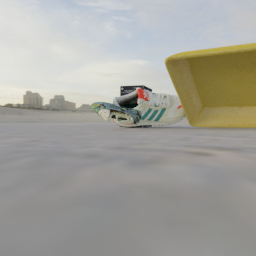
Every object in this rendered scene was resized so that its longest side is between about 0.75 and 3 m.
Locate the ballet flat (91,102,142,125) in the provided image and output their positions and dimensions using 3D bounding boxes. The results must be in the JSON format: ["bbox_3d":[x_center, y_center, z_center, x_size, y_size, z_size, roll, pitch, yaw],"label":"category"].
[{"bbox_3d":[-0.279,-0.297,6.088,1.154,0.428,0.428,9,2,5],"label":"ballet flat"}]

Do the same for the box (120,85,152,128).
[{"bbox_3d":[0.293,-0.702,9.548,0.848,1.365,1.376,0,1,18],"label":"box"}]

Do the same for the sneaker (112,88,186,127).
[{"bbox_3d":[0.682,-0.663,8.087,2.401,0.845,1.122,-6,-29,4],"label":"sneaker"}]

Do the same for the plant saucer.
[{"bbox_3d":[2.632,-1.038,6.871,2.790,0.676,2.789,1,-35,29],"label":"plant saucer"}]
